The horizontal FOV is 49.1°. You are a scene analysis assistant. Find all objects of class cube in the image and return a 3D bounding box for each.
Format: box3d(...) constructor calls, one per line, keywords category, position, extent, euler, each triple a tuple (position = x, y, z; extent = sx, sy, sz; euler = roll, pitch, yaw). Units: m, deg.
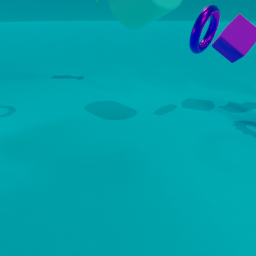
box3d(category="cube", position=(3.033, -2.484, 7.883), extent=(0.832, 0.832, 0.832), euler=(39, -2, -1))

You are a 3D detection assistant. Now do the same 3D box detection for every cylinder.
box3d(category="cylinder", position=(0.401, -3.140, 6.489), extent=(1.295, 1.295, 1.295), euler=(-17, 6, -34))

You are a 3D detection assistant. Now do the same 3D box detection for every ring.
box3d(category="ring", position=(1.964, -2.497, 7.162), extent=(0.247, 1.236, 1.236), euler=(32, 36, 25))

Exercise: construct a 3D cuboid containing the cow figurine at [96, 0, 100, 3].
box3d(category="cow figurine", position=(-1.719, -5.270, 10.497), extent=(1.408, 1.386, 0.773), euler=(-17, 24, 10))
